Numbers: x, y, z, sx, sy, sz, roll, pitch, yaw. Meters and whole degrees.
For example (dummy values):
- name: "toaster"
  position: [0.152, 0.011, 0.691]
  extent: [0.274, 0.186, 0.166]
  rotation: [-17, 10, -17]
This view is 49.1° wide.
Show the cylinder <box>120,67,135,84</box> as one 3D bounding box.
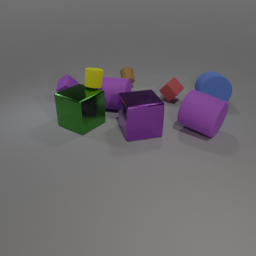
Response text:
- name: "cylinder"
  position: [-0.027, -2.737, 14.796]
  extent: [0.700, 0.700, 0.700]
  rotation: [-5, 71, -8]

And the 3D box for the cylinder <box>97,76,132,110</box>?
- name: "cylinder"
  position: [-0.668, -1.533, 12.416]
  extent: [1.400, 1.400, 1.400]
  rotation: [8, 30, 12]

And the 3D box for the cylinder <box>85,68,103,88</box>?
- name: "cylinder"
  position: [-1.356, -1.990, 11.119]
  extent: [0.700, 0.700, 0.700]
  rotation: [6, 19, -2]

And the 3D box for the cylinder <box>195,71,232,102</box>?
- name: "cylinder"
  position: [3.806, -1.767, 12.616]
  extent: [1.400, 1.400, 1.400]
  rotation: [2, 18, 4]

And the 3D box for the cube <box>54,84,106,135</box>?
- name: "cube"
  position: [-1.869, -0.786, 11.121]
  extent: [1.400, 1.400, 1.400]
  rotation: [19, 35, 31]

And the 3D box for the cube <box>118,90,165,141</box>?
- name: "cube"
  position: [0.458, -0.508, 10.610]
  extent: [1.400, 1.400, 1.400]
  rotation: [-8, 31, -13]

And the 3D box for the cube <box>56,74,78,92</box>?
- name: "cube"
  position: [-2.932, -2.011, 13.483]
  extent: [0.700, 0.700, 0.700]
  rotation: [-23, 49, 32]

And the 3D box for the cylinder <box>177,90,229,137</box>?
- name: "cylinder"
  position: [2.801, -0.552, 10.495]
  extent: [1.400, 1.400, 1.400]
  rotation: [27, 38, 27]

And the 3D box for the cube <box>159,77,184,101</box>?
- name: "cube"
  position: [2.039, -1.809, 13.120]
  extent: [0.700, 0.700, 0.700]
  rotation: [48, 55, -5]
